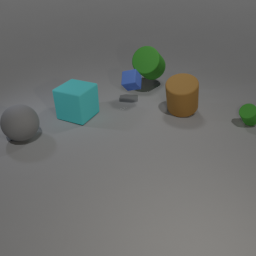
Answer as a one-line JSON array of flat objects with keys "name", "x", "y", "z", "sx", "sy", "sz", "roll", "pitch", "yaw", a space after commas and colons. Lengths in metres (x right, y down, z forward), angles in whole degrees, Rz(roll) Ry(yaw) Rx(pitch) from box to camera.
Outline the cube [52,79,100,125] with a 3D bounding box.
[{"name": "cube", "x": -2.227, "y": -1.169, "z": 12.230, "sx": 1.400, "sy": 1.400, "sz": 1.400, "roll": 14, "pitch": 35, "yaw": 23}]

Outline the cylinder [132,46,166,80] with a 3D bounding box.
[{"name": "cylinder", "x": 1.081, "y": -3.279, "z": 14.254, "sx": 1.400, "sy": 1.400, "sz": 1.400, "roll": 14, "pitch": 2, "yaw": 21}]

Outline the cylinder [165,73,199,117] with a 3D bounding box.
[{"name": "cylinder", "x": 2.386, "y": -1.433, "z": 12.323, "sx": 1.400, "sy": 1.400, "sz": 1.400, "roll": -6, "pitch": 49, "yaw": 7}]

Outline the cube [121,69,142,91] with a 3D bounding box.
[{"name": "cube", "x": 0.167, "y": -2.211, "z": 12.971, "sx": 0.700, "sy": 0.700, "sz": 0.700, "roll": -5, "pitch": 70, "yaw": 25}]

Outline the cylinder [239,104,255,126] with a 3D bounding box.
[{"name": "cylinder", "x": 5.024, "y": -0.546, "z": 11.564, "sx": 0.700, "sy": 0.700, "sz": 0.700, "roll": -19, "pitch": 54, "yaw": 28}]

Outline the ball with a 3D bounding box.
[{"name": "ball", "x": -4.097, "y": -0.201, "z": 10.644, "sx": 1.400, "sy": 1.400, "sz": 1.400, "roll": 0, "pitch": 32, "yaw": 0}]
